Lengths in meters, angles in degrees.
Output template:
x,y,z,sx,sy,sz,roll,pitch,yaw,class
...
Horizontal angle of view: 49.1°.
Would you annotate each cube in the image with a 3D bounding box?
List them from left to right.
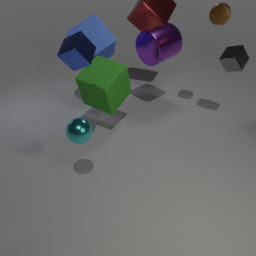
x,y,z,sx,sy,sz,roll,pitch,yaw,class
-1.440,-2.164,7.935,0.700,0.700,0.700,-10,54,34,cube
-1.479,-3.431,11.416,1.400,1.400,1.400,-37,-2,-9,cube
-0.879,-1.608,10.514,1.400,1.400,1.400,23,59,24,cube
1.070,-5.260,12.666,1.400,1.400,1.400,-19,39,58,cube
4.039,-2.630,10.646,0.700,0.700,0.700,11,60,53,cube

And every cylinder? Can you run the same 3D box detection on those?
x,y,z,sx,sy,sz,roll,pitch,yaw,class
1.268,-3.442,11.520,1.400,1.400,1.400,-31,44,-30,cylinder
3.315,-4.097,10.056,0.700,0.700,0.700,13,32,19,cylinder

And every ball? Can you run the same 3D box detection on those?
x,y,z,sx,sy,sz,roll,pitch,yaw,class
-1.295,0.077,7.417,0.700,0.700,0.700,0,33,0,ball
